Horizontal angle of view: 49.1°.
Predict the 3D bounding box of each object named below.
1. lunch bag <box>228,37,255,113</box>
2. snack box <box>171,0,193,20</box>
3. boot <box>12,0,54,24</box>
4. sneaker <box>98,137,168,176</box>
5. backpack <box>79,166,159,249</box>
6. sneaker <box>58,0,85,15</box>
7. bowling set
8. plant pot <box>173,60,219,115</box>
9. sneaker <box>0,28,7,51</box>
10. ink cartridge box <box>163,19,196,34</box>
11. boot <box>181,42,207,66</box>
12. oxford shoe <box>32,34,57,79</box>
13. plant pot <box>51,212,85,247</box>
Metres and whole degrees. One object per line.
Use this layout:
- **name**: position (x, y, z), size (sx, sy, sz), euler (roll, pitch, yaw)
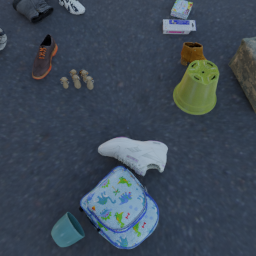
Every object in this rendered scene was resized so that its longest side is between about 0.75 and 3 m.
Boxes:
- **lunch bag**: position (5.618, -2.064, 9.988), size (2.935, 1.725, 2.407), euler (-11, 63, -11)
- **snack box**: position (2.420, -5.363, 12.627), size (0.759, 0.305, 0.900), euler (21, 62, 10)
- **boot**: position (-3.851, -5.684, 12.632), size (1.531, 0.812, 2.326), euler (38, 78, 16)
- **sneaker**: position (0.133, 0.898, 8.808), size (2.223, 0.832, 1.107), euler (4, 64, 4)
- **backpack**: position (-0.154, 2.245, 7.708), size (1.798, 1.444, 1.965), euler (-40, 72, -16)
- **sneaker**: position (-2.572, -5.795, 12.476), size (0.609, 0.994, 1.527), euler (-40, 68, -19)
- **bowling set**: position (-1.875, -1.964, 10.508), size (1.249, 0.670, 0.869), euler (0, 61, 0)
- **plant pot**: position (2.483, -1.524, 9.807), size (1.597, 1.468, 1.597), euler (0, 60, 0)
- **sneaker**: position (-5.933, -4.007, 11.368), size (1.887, 0.993, 2.611), euler (-15, 71, 4)
- **ink cartridge box**: position (2.207, -4.376, 12.107), size (1.412, 0.262, 0.669), euler (1, 60, 3)
- **boot**: position (2.759, -2.702, 10.690), size (1.503, 1.076, 0.529), euler (17, 63, 9)
- **oxford shoe**: position (-3.348, -2.809, 10.949), size (0.711, 0.724, 1.997), euler (6, 61, 3)
- **plant pot**: position (-1.705, 2.870, 7.753), size (0.660, 0.822, 0.822), euler (-37, 66, -6)
